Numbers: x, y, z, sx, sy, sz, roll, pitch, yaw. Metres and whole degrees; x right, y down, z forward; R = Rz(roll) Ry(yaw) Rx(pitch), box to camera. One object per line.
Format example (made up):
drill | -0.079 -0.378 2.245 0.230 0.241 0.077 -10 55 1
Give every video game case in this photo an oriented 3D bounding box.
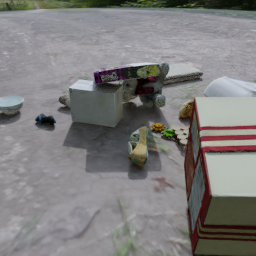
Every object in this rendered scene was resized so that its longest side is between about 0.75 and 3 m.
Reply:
video game case | -0.153 -2.080 10.394 2.239 0.442 2.470 -8 15 -5

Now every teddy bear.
teddy bear | 3.029 -0.624 10.728 2.225 0.743 1.613 -3 21 11

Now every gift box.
gift box | 2.608 0.902 5.255 2.712 2.905 2.680 1 51 3

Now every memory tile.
memory tile | 2.013 0.229 9.245 0.892 0.098 1.163 -5 30 -7

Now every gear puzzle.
gear puzzle | 1.728 0.105 9.703 1.991 0.261 1.031 19 34 30

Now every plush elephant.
plush elephant | 0.541 -1.795 11.652 1.728 1.839 2.232 9 -2 -11

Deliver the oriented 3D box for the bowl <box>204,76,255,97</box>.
bowl | 4.513 -1.142 10.580 2.601 0.972 2.605 7 24 -23

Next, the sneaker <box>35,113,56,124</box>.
sneaker | -3.048 -0.276 10.383 0.944 0.345 0.386 11 39 36

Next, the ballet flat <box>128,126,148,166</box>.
ballet flat | 0.307 0.426 8.657 0.593 0.645 1.880 16 28 -6

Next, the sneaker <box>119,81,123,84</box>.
sneaker | 0.006 -1.948 13.086 1.157 0.576 0.433 19 33 28

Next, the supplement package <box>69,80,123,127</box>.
supplement package | -1.158 -0.926 10.408 1.745 1.359 0.967 9 30 14

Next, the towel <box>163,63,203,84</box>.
towel | 2.486 -2.943 15.027 2.672 0.461 1.771 -12 33 -22

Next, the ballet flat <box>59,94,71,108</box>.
ballet flat | -2.063 -1.071 11.542 1.693 0.576 0.569 -1 34 1

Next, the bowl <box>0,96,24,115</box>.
bowl | -4.702 -0.864 11.214 1.096 0.492 1.096 0 28 0
